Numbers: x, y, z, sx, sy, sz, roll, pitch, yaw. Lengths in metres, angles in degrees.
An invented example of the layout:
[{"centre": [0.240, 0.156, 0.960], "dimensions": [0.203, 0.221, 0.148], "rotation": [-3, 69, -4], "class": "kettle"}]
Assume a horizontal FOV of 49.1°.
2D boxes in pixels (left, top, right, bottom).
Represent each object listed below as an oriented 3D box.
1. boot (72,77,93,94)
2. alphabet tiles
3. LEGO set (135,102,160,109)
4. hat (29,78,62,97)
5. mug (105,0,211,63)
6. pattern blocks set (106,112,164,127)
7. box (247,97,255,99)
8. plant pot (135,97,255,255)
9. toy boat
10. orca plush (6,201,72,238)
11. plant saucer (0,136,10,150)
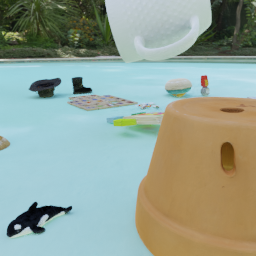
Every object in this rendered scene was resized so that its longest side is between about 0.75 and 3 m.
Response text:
[{"centre": [-2.357, -2.223, 14.486], "dimensions": [1.155, 0.864, 0.435], "rotation": [-13, 20, -38], "class": "boot"}, {"centre": [-1.362, -1.170, 12.209], "dimensions": [2.389, 0.108, 2.858], "rotation": [-11, 19, -33], "class": "alphabet tiles"}, {"centre": [0.796, -0.947, 11.148], "dimensions": [0.836, 0.275, 1.120], "rotation": [-8, 18, -15], "class": "LEGO set"}, {"centre": [-3.931, -1.858, 13.572], "dimensions": [1.697, 0.685, 1.697], "rotation": [-7, 29, 4], "class": "hat"}, {"centre": [0.932, -2.939, 7.720], "dimensions": [2.596, 2.186, 2.961], "rotation": [-12, 50, 12], "class": "mug"}, {"centre": [0.793, -0.284, 8.030], "dimensions": [2.618, 0.241, 2.978], "rotation": [-9, 8, -26], "class": "pattern blocks set"}, {"centre": [5.323, -0.753, 9.839], "dimensions": [1.935, 0.582, 1.128], "rotation": [-2, 16, -8], "class": "box"}, {"centre": [1.228, 0.515, 3.541], "dimensions": [2.297, 1.608, 2.297], "rotation": [-1, 16, 0], "class": "plant pot"}, {"centre": [2.906, -1.955, 13.702], "dimensions": [2.159, 1.003, 1.815], "rotation": [-7, 11, 3], "class": "toy boat"}, {"centre": [-1.168, 1.134, 3.716], "dimensions": [0.870, 0.309, 0.458], "rotation": [-8, 18, -27], "class": "orca plush"}, {"centre": [-3.380, 0.358, 6.673], "dimensions": [1.053, 0.186, 1.053], "rotation": [0, 16, 0], "class": "plant saucer"}]
